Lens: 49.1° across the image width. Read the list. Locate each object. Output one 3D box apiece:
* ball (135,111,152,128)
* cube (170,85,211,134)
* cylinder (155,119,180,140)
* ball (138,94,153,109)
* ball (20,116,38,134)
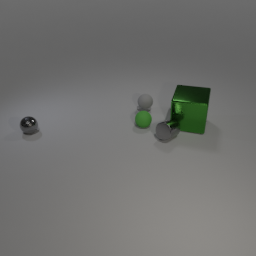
[{"bbox_3d":[0.636,-0.364,11.575,0.700,0.700,0.700,0,32,0],"label":"ball"},{"bbox_3d":[2.546,-0.788,11.456,1.400,1.400,1.400,8,37,15],"label":"cube"},{"bbox_3d":[1.528,0.053,10.727,0.700,0.700,0.700,25,26,34],"label":"cylinder"},{"bbox_3d":[0.786,-1.202,12.676,0.700,0.700,0.700,0,32,0],"label":"ball"},{"bbox_3d":[-3.952,-0.118,11.173,0.700,0.700,0.700,0,32,0],"label":"ball"}]
